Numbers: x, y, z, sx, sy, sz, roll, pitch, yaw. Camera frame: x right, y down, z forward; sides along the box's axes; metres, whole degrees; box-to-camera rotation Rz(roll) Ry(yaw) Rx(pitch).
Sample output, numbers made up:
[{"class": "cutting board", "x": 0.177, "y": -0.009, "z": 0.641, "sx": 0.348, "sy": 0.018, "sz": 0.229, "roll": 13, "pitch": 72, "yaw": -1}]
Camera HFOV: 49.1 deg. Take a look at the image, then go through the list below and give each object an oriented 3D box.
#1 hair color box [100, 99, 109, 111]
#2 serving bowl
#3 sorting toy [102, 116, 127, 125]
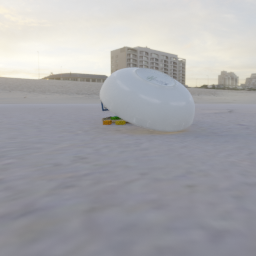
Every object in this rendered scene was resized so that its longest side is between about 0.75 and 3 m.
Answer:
[{"class": "hair color box", "x": -0.133, "y": -1.130, "z": 11.328, "sx": 1.867, "sy": 0.565, "sz": 0.934, "roll": -6, "pitch": 14, "yaw": 1}, {"class": "serving bowl", "x": 0.645, "y": -1.013, "z": 7.786, "sx": 2.747, "sy": 0.904, "sz": 2.747, "roll": 13, "pitch": 30, "yaw": -8}, {"class": "sorting toy", "x": -0.150, "y": -0.341, "z": 10.353, "sx": 1.548, "sy": 0.278, "sz": 2.077, "roll": 1, "pitch": 6, "yaw": 11}]
